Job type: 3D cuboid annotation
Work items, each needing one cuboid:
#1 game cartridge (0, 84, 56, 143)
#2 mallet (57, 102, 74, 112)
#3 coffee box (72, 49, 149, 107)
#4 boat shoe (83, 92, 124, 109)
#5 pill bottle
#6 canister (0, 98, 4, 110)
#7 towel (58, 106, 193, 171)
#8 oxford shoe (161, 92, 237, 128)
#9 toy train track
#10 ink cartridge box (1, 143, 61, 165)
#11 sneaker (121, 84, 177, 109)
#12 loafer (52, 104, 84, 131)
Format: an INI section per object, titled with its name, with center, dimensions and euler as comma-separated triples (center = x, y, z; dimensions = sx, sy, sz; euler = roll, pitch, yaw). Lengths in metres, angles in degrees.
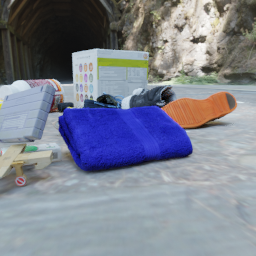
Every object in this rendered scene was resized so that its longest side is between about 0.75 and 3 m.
[game cartridge]
center = -1.912, -0.209, 5.034
dimensions = 1.506, 0.976, 0.289
euler = -4, -19, 41
[mallet]
center = -2.143, -0.766, 11.940
dimensions = 2.105, 0.433, 0.693
euler = 15, 19, 39
[coffee box]
center = -0.885, -2.260, 13.427
dimensions = 2.692, 2.662, 2.687
euler = -6, 12, -32
[boat shoe]
center = -0.621, -0.715, 9.773
dimensions = 1.246, 1.016, 2.961
euler = 3, 11, 14
[pill bottle]
center = -4.095, -1.343, 12.007
dimensions = 1.430, 1.430, 2.531
euler = 7, 13, 34
[canister]
center = -4.147, -0.404, 8.389
dimensions = 1.663, 0.969, 2.239
euler = 4, 10, 20
[towel]
center = -0.063, 0.059, 5.690
dimensions = 2.401, 0.595, 1.773
euler = -6, 31, -28
[oxford shoe]
center = 2.166, -0.401, 9.166
dimensions = 2.836, 1.011, 1.034
euler = -11, -19, -18
[toy train track]
center = -2.328, 0.691, 4.311
dimensions = 2.326, 0.378, 1.334
euler = -6, 16, -4
[ink cartridge box]
center = -2.003, 0.436, 5.675
dimensions = 1.019, 0.317, 1.266
euler = -5, 14, -27
[sneaker]
center = 0.954, -0.937, 9.998
dimensions = 1.672, 1.109, 2.938
euler = -12, 12, 21
[loafer]
center = -1.660, -0.348, 7.798
dimensions = 1.046, 0.329, 0.376
euler = -51, 5, -30
